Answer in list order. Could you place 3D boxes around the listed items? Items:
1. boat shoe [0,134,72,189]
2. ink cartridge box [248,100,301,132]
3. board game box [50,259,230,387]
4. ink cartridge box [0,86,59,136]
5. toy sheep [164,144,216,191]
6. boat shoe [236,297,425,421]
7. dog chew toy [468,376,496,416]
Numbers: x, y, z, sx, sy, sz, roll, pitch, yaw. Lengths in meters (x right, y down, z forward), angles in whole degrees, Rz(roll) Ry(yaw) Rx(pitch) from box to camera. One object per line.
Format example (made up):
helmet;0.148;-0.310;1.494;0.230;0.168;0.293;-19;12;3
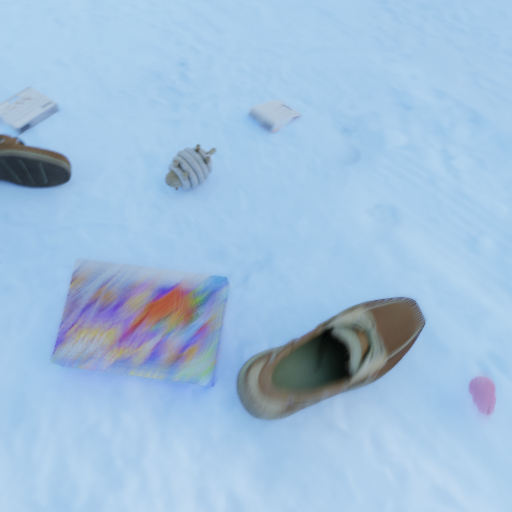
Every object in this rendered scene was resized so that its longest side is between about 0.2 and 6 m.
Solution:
boat shoe;-5.015;-2.030;11.282;2.784;1.002;0.947;5;54;3
ink cartridge box;0.425;-3.192;12.697;0.804;0.248;0.991;39;44;25
board game box;-1.780;1.053;8.892;2.482;0.556;1.669;6;71;5
ink cartridge box;-5.246;-3.304;12.709;0.986;0.247;1.136;33;60;23
toy sheep;-1.286;-1.784;11.196;1.281;0.884;0.884;-35;60;-17
boat shoe;1.300;1.459;8.260;3.260;1.204;1.233;-23;79;-26
dog chew toy;3.385;2.098;8.336;0.384;0.384;0.617;6;41;5
